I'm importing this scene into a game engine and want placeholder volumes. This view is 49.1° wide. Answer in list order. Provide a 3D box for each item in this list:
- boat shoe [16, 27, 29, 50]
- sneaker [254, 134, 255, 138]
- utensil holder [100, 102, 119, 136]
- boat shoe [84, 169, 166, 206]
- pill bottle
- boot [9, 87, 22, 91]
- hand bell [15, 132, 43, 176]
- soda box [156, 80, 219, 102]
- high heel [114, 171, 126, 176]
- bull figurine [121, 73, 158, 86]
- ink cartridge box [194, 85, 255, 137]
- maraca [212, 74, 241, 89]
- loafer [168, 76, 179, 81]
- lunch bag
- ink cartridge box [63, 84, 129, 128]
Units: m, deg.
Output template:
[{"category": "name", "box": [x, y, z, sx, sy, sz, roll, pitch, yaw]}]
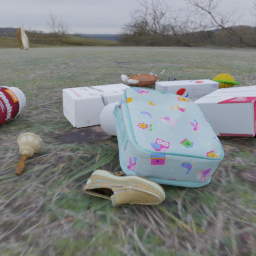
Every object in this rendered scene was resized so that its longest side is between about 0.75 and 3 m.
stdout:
[{"category": "boat shoe", "box": [-4.104, -3.476, 10.976, 0.380, 1.032, 0.357, -26, -22, 32]}, {"category": "sneaker", "box": [4.074, 0.162, 8.320, 0.827, 0.317, 0.460, 9, 19, 27]}, {"category": "utensil holder", "box": [-0.133, -0.262, 8.062, 1.073, 1.073, 1.263, -10, 5, -25]}, {"category": "boat shoe", "box": [-0.109, 1.231, 5.230, 1.594, 0.571, 0.607, 3, 33, 30]}, {"category": "pill bottle", "box": [-4.439, -0.740, 9.491, 1.215, 1.215, 2.152, 4, 20, 10]}, {"category": "boot", "box": [-5.553, -1.502, 12.656, 1.275, 0.627, 1.781, -10, 17, -10]}, {"category": "hand bell", "box": [-2.491, 0.707, 6.755, 0.642, 0.642, 1.233, -2, 33, -4]}, {"category": "soda box", "box": [2.612, -1.632, 12.486, 2.679, 0.853, 0.912, -4, 20, -13]}, {"category": "high heel", "box": [0.011, 1.115, 5.716, 0.817, 0.292, 0.583, 8, 14, -2]}, {"category": "bull figurine", "box": [0.700, -2.735, 15.759, 2.128, 0.693, 1.292, 6, 21, 17]}, {"category": "ink cartridge box", "box": [3.360, -0.602, 8.926, 1.835, 1.053, 2.526, 0, 16, 38]}, {"category": "maraca", "box": [4.983, -2.329, 14.282, 1.124, 0.877, 1.639, 3, 9, -13]}, {"category": "loafer", "box": [2.414, -2.257, 14.415, 0.692, 0.791, 2.201, 8, 19, 5]}, {"category": "lunch bag", "box": [0.745, 0.097, 6.464, 2.155, 1.036, 2.687, 5, 34, -11]}, {"category": "ink cartridge box", "box": [-0.961, -0.881, 10.159, 2.461, 1.019, 1.803, -9, 22, -24]}]
